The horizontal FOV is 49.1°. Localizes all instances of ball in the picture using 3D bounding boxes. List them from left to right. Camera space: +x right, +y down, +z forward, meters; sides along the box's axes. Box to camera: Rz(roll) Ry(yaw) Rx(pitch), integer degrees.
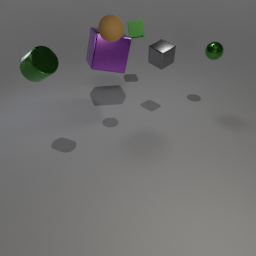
[{"bbox_3d":[-0.455,-2.692,7.567,0.700,0.700,0.700,0,33,0],"label":"ball"},{"bbox_3d":[3.384,-3.021,10.983,0.700,0.700,0.700,0,33,0],"label":"ball"}]

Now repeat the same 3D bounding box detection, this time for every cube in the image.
[{"bbox_3d":[-0.826,-3.147,11.333,1.400,1.400,1.400,3,26,-20],"label":"cube"},{"bbox_3d":[0.363,-4.493,12.793,0.700,0.700,0.700,-8,14,2],"label":"cube"},{"bbox_3d":[1.227,-2.685,10.225,0.700,0.700,0.700,-34,54,-27],"label":"cube"}]

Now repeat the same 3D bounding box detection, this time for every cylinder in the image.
[{"bbox_3d":[-2.143,-1.528,6.744,0.700,0.700,0.700,-33,14,-39],"label":"cylinder"}]
